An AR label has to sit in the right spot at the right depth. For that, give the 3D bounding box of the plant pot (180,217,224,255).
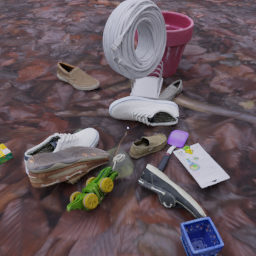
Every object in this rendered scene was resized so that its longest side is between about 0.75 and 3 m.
[{"bbox_3d":[1.715,2.725,6.717,0.796,0.716,0.796,-9,41,-11],"label":"plant pot"}]

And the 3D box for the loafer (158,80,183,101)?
[{"bbox_3d":[1.831,-1.589,12.113,0.571,0.570,1.634,24,45,27],"label":"loafer"}]

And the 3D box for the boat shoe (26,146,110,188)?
[{"bbox_3d":[-1.755,1.174,8.490,2.606,0.936,0.987,-6,20,-34],"label":"boat shoe"}]

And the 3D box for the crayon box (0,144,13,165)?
[{"bbox_3d":[-4.401,0.977,9.189,0.596,0.292,1.003,32,49,33],"label":"crayon box"}]

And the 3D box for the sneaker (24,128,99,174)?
[{"bbox_3d":[-2.051,0.616,9.095,0.997,0.966,2.729,31,48,32],"label":"sneaker"}]

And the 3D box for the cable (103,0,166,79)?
[{"bbox_3d":[0.345,-3.327,10.702,1.009,2.915,2.915,18,80,36],"label":"cable"}]

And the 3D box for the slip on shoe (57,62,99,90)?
[{"bbox_3d":[-2.370,-2.443,13.034,2.400,0.727,0.912,27,46,29],"label":"slip on shoe"}]

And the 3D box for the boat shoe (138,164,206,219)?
[{"bbox_3d":[1.213,1.910,7.894,2.138,0.768,0.723,36,89,27],"label":"boat shoe"}]

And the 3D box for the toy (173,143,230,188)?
[{"bbox_3d":[2.245,1.223,8.814,0.973,0.399,1.689,-16,43,-15],"label":"toy"}]

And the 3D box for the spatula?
[{"bbox_3d":[1.420,0.801,9.469,0.615,0.223,2.175,17,43,22],"label":"spatula"}]

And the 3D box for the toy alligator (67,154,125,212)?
[{"bbox_3d":[-0.742,1.671,8.091,0.830,0.602,2.505,-8,25,47],"label":"toy alligator"}]

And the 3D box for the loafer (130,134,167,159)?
[{"bbox_3d":[0.736,0.546,9.543,1.520,0.513,0.578,-26,46,-28],"label":"loafer"}]

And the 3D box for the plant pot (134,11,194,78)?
[{"bbox_3d":[1.599,-3.947,13.478,2.783,2.491,2.783,0,39,0],"label":"plant pot"}]

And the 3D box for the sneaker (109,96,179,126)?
[{"bbox_3d":[0.638,-0.588,10.562,2.694,0.984,0.954,-1,35,-2],"label":"sneaker"}]

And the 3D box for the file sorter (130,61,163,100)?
[{"bbox_3d":[0.885,-2.226,12.479,1.240,1.112,1.786,8,39,9],"label":"file sorter"}]
